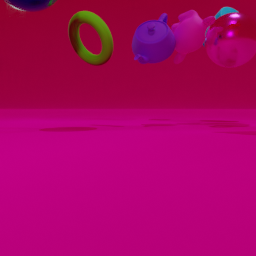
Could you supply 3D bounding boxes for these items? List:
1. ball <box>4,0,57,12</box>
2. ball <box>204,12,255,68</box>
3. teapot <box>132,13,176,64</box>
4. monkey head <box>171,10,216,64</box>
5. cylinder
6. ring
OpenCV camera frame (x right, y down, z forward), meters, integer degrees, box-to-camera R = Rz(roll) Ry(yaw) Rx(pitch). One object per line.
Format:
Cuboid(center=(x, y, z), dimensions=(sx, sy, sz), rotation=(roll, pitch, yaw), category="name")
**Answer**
Cuboid(center=(-1.794, -2.789, 4.993), dimensions=(1.329, 1.329, 1.329), rotation=(0, 4, 0), category="ball")
Cuboid(center=(2.701, -2.270, 7.288), dimensions=(1.371, 1.371, 1.371), rotation=(0, 4, 0), category="ball")
Cuboid(center=(0.594, -2.159, 6.953), dimensions=(1.116, 1.794, 0.878), rotation=(19, -24, 21), category="teapot")
Cuboid(center=(1.726, -2.441, 7.379), dimensions=(1.132, 0.948, 1.573), rotation=(0, -33, -32), category="monkey head")
Cuboid(center=(3.027, -3.054, 8.892), dimensions=(1.058, 1.058, 1.058), rotation=(-2, -23, -26), category="cylinder")
Cuboid(center=(-0.903, -2.112, 6.700), dimensions=(1.311, 1.311, 0.262), rotation=(4, 36, 41), category="ring")
